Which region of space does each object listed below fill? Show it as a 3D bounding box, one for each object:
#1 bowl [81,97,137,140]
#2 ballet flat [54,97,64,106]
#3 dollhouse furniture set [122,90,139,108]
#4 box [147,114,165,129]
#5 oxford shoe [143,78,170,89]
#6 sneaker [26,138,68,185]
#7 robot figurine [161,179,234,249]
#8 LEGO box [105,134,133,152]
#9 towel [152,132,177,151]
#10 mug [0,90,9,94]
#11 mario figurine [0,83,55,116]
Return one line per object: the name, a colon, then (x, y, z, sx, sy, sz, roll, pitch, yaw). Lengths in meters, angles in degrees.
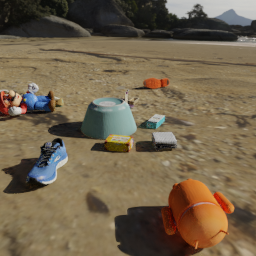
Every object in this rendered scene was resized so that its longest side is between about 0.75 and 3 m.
bowl: (-0.684, -0.458, 10.039, 2.013, 1.053, 2.013, 1, 21, 0)
ballet flat: (-3.551, -1.253, 12.851, 1.309, 0.413, 0.449, 5, 14, 13)
dollhouse furniture set: (-0.009, -1.489, 12.952, 0.874, 0.783, 1.103, 10, 24, 24)
box: (1.063, -0.255, 10.608, 0.396, 0.237, 0.963, 10, 24, 24)
oxford shoe: (1.538, -2.544, 16.043, 1.687, 0.601, 0.615, -3, 5, -26)
sneaker: (-2.102, 0.800, 7.204, 0.724, 0.821, 1.843, 2, 22, 5)
robot figurine: (1.258, 1.574, 5.222, 1.093, 0.886, 1.519, 16, 18, -13)
LEGO box: (-0.278, 0.468, 8.718, 0.782, 0.302, 0.582, 5, 22, 13)
towel: (1.134, 0.416, 8.802, 0.704, 0.364, 0.850, 0, 20, -4)
mug: (-5.631, -1.312, 12.863, 0.780, 0.974, 0.799, -43, 26, -13)
mario figurine: (-4.244, -1.203, 11.542, 2.398, 1.271, 1.480, -4, 12, -19)
